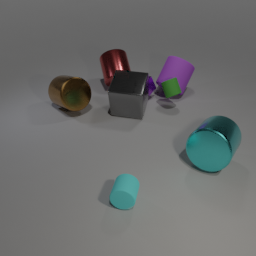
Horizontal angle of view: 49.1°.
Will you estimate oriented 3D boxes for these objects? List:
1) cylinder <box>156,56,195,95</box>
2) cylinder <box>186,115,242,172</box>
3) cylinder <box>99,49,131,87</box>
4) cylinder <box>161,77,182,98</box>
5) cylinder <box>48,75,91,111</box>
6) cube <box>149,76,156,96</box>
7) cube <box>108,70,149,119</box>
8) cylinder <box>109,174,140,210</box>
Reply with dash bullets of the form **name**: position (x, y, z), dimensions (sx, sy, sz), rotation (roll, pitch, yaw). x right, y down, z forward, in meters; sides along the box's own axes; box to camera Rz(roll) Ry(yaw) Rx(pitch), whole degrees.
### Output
- **cylinder**: position (2.246, -2.488, 13.336), dimensions (1.400, 1.400, 1.400), rotation (26, 2, -1)
- **cylinder**: position (2.729, 0.459, 8.872), dimensions (1.400, 1.400, 1.400), rotation (18, 28, 27)
- **cylinder**: position (-0.607, -2.966, 13.969), dimensions (1.400, 1.400, 1.400), rotation (-10, 75, -15)
- **cylinder**: position (1.856, -1.719, 11.998), dimensions (0.700, 0.700, 0.700), rotation (-20, 4, 1)
- **cylinder**: position (-2.492, -1.508, 11.955), dimensions (1.400, 1.400, 1.400), rotation (-22, 24, -31)
- **cube**: position (0.766, -1.952, 13.106), dimensions (0.700, 0.700, 0.700), rotation (13, 52, 45)
- **cube**: position (0.062, -1.399, 11.686), dimensions (1.400, 1.400, 1.400), rotation (8, 51, 11)
- **cylinder**: position (-0.085, 1.727, 7.634), dimensions (0.700, 0.700, 0.700), rotation (6, 30, 10)
